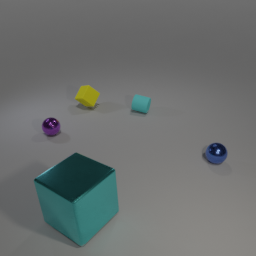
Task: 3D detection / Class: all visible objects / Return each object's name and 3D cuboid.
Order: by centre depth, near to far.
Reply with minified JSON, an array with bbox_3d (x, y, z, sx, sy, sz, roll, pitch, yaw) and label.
[{"bbox_3d":[-1.218,1.683,6.928,1.400,1.400,1.400,17,35,33],"label":"cube"},{"bbox_3d":[2.918,0.829,9.238,0.700,0.700,0.700,0,30,0],"label":"ball"},{"bbox_3d":[-2.957,-0.060,10.781,0.700,0.700,0.700,0,30,0],"label":"ball"},{"bbox_3d":[0.592,-1.078,12.455,0.700,0.700,0.700,16,33,14],"label":"cylinder"},{"bbox_3d":[-1.833,-1.438,12.633,0.700,0.700,0.700,5,66,51],"label":"cube"}]
